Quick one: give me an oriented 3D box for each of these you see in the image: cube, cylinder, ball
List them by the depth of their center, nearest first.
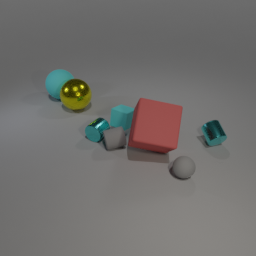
[{"bbox_3d":[1.724,1.206,8.630,0.700,0.700,0.700,0,31,0],"label":"ball"},{"bbox_3d":[0.859,-0.031,9.266,1.400,1.400,1.400,11,-12,-4],"label":"cube"},{"bbox_3d":[-0.474,0.359,9.972,0.700,0.700,0.700,-14,33,-8],"label":"cylinder"},{"bbox_3d":[3.100,0.181,10.110,0.700,0.700,0.700,-10,60,-15],"label":"cylinder"},{"bbox_3d":[-1.147,0.062,10.559,0.700,0.700,0.700,16,34,24],"label":"cylinder"},{"bbox_3d":[-0.188,-0.407,10.591,0.700,0.700,0.700,19,26,25],"label":"cube"},{"bbox_3d":[-2.310,-1.485,12.411,1.400,1.400,1.400,0,31,0],"label":"ball"},{"bbox_3d":[-3.208,-2.081,13.347,1.400,1.400,1.400,0,31,0],"label":"ball"}]
